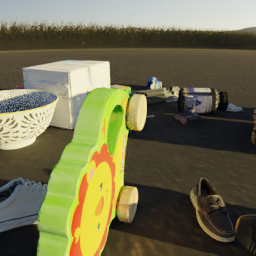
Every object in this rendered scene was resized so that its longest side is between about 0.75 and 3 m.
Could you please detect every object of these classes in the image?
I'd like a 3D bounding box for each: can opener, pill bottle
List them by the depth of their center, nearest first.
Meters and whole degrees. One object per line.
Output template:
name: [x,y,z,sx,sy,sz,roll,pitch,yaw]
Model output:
pill bottle: [2.988,-1.084,11.269,1.865,1.043,1.043,2,20,3]
can opener: [1.386,-1.437,13.152,2.639,0.704,0.882,-11,-10,-26]

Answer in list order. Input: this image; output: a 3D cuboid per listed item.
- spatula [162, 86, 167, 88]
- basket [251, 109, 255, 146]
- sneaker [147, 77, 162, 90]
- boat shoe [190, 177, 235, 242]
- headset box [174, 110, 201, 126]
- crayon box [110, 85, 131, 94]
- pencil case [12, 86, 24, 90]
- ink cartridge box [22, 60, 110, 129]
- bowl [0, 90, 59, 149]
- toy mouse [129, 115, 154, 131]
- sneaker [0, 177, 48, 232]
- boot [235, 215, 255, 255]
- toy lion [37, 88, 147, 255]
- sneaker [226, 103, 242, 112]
spatula: [2.263,-2.310,15.993,1.393,0.143,0.394,19,27,41]
basket: [5.013,-0.625,8.436,2.012,2.100,2.819,18,28,42]
sneaker: [1.354,-2.524,15.910,0.698,0.628,1.698,-7,20,-12]
boat shoe: [1.519,1.428,5.121,0.525,0.473,1.460,3,21,-5]
headset box: [2.209,-0.367,10.329,0.645,0.335,0.867,-9,20,-23]
crayon box: [-0.505,-2.036,14.946,1.148,0.334,0.682,16,25,37]
pencil case: [-4.217,-1.160,11.776,0.943,0.943,2.133,-17,25,-38]
ink cartridge box: [-2.216,-1.426,10.736,2.064,2.028,2.803,9,22,23]
bowl: [-3.484,-0.208,8.392,2.866,1.345,2.866,-1,20,0]
toy mouse: [-0.405,-0.323,9.983,2.485,0.481,2.208,-9,22,-25]
sneaker: [-1.820,1.292,5.114,2.109,0.747,0.770,-13,24,-32]
boot: [2.625,1.598,4.554,1.877,0.727,1.298,16,17,6]
toy lion: [-0.468,0.712,4.159,0.925,2.694,2.582,7,2,14]
sneaker: [4.335,-0.885,11.781,0.903,0.320,0.330,4,20,10]
